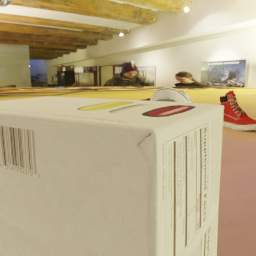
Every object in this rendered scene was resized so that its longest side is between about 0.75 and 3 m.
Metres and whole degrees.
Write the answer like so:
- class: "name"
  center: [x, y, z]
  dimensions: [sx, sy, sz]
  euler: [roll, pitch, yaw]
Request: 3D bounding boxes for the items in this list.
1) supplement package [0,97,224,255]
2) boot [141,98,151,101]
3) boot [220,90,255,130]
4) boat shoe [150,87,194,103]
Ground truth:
- class: "supplement package"
  center: [-0.435, 0.618, 2.472]
  dimensions: [2.180, 1.697, 1.208]
  euler: [6, 12, 32]
- class: "boot"
  center: [1.072, -1.673, 18.091]
  dimensions: [1.316, 0.494, 0.706]
  euler: [-5, 6, -19]
- class: "boot"
  center: [4.027, -0.662, 10.226]
  dimensions: [0.688, 1.370, 1.900]
  euler: [-5, 12, -24]
- class: "boat shoe"
  center: [1.251, -0.550, 7.551]
  dimensions: [1.037, 0.942, 2.820]
  euler: [-2, -20, 19]
